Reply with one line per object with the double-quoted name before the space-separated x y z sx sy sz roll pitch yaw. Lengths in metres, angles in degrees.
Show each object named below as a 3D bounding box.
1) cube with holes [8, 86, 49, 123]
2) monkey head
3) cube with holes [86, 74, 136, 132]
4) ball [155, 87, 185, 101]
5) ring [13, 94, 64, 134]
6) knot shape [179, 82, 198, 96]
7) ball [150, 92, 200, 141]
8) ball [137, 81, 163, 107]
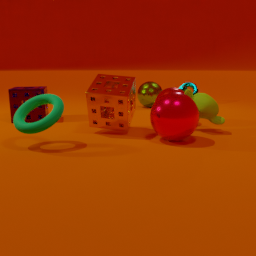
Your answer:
"cube with holes" -2.974 -0.734 8.501 0.973 0.973 0.973 -2 13 -11
"monkey head" 1.787 -0.417 6.977 1.201 0.864 0.724 41 3 4
"cube with holes" -0.379 -0.641 6.895 0.972 0.972 0.972 7 38 10
"ball" 1.261 -0.644 7.989 1.016 1.016 1.016 0 13 0
"ring" -1.817 -0.305 5.708 1.075 0.215 1.075 -10 45 10
"knot shape" 2.193 -1.422 11.754 1.383 0.639 1.294 -16 13 29
"ball" 1.016 -0.250 6.130 1.067 1.067 1.067 0 13 0
"ball" 0.865 -1.318 10.999 1.018 1.018 1.018 0 13 0
